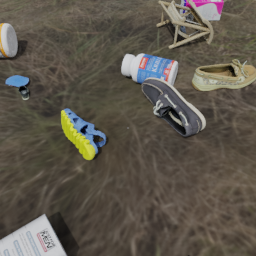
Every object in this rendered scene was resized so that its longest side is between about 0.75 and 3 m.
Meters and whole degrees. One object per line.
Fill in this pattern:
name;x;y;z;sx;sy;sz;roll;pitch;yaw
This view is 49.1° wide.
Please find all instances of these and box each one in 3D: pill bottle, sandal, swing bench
pill bottle;-5.817;-3.512;11.337;2.288;1.331;1.331;-2;49;-1
sandal;-1.387;0.106;8.639;0.863;0.788;1.982;-27;61;-30
swing bench;2.527;-4.681;12.382;2.012;1.305;2.001;-10;49;-9
pill bottle;0.781;-2.118;10.301;1.918;1.077;1.077;16;51;13

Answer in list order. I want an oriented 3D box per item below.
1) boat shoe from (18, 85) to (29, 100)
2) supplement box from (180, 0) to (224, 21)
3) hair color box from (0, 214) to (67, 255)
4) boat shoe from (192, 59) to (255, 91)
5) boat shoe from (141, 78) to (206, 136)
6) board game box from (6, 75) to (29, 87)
boat shoe;-3.823;-1.397;10.184;0.328;0.291;0.877;-16;51;-14
supplement box;3.556;-5.885;13.651;1.863;0.943;0.963;1;49;1
hair color box;-2.574;3.070;6.014;2.373;0.720;1.175;-28;55;-21
boat shoe;3.663;-1.981;10.346;2.574;0.807;0.944;-13;50;-11
boat shoe;1.266;-0.720;9.163;0.842;0.976;2.686;-32;60;-28
board game box;-4.146;-1.713;10.556;0.832;0.162;0.657;15;43;11
